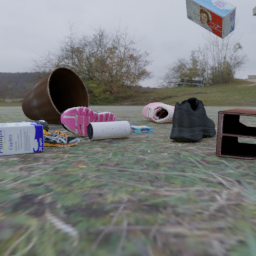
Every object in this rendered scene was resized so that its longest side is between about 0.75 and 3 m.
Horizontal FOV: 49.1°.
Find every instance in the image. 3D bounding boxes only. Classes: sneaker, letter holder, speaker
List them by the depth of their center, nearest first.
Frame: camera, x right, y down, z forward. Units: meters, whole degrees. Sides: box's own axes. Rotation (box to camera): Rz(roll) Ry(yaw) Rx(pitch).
[{"bbox_3d":[2.826,0.088,6.097,1.322,0.936,1.860,6,8,31],"label":"letter holder"},{"bbox_3d":[-1.730,0.256,7.007,1.024,0.395,0.401,1,4,-3],"label":"sneaker"},{"bbox_3d":[-0.564,0.066,8.295,1.249,0.507,0.507,-4,7,-30],"label":"speaker"},{"bbox_3d":[2.060,-0.304,8.482,1.023,1.223,2.694,1,4,26],"label":"sneaker"},{"bbox_3d":[-3.154,0.042,8.788,1.510,0.502,0.683,0,7,33],"label":"sneaker"},{"bbox_3d":[-1.479,-0.211,9.260,1.085,0.915,2.480,3,2,30],"label":"sneaker"},{"bbox_3d":[1.460,-0.810,14.311,1.401,1.009,2.680,2,7,-44],"label":"sneaker"}]

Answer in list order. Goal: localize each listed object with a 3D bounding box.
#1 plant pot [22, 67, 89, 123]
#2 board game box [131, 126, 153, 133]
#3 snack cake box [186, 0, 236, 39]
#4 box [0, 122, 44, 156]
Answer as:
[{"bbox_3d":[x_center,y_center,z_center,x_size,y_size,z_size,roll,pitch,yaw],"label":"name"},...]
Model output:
[{"bbox_3d":[-3.843,-1.293,13.837,2.801,2.618,2.618,-15,-3,32],"label":"plant pot"},{"bbox_3d":[0.468,0.049,10.075,0.585,0.182,0.774,-2,6,-20],"label":"board game box"},{"bbox_3d":[2.689,-3.796,9.221,1.694,0.569,0.974,46,-8,30],"label":"snack cake box"},{"bbox_3d":[-2.594,0.211,6.316,1.171,0.614,1.077,-4,6,-27],"label":"box"}]
